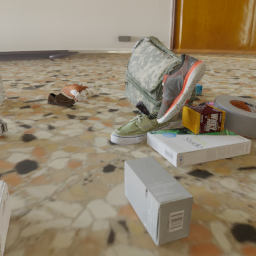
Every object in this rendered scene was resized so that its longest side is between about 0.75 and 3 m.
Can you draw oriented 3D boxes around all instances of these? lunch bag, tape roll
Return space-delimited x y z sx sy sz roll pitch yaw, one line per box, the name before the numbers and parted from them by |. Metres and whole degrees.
lunch bag | 1.227 -1.966 10.951 2.080 2.504 2.986 -8 37 -24
tape roll | 3.955 -0.461 9.738 2.075 0.686 2.075 10 26 -5

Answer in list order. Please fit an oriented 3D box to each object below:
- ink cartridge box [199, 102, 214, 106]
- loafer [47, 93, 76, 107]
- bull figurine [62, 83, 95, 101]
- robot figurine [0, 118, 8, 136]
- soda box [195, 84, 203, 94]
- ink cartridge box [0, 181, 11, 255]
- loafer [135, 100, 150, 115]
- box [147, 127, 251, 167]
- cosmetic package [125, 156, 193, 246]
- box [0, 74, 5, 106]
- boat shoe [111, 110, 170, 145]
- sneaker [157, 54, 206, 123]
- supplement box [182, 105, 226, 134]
ink cartridge box | 3.191 -0.653 11.381 1.003 0.393 2.117 -5 18 28
loafer | -3.216 -1.381 13.335 1.568 0.557 0.573 8 21 21
bull figurine | -2.539 -1.910 14.593 1.328 0.713 2.188 -15 26 -38
robot figurine | -4.681 -0.045 9.534 1.140 0.644 0.967 6 17 17
soda box | 3.418 -2.110 15.468 1.387 0.470 0.445 -9 22 -22
ink cartridge box | -3.057 1.639 4.642 1.933 0.820 1.408 -7 21 -14
loafer | 0.481 -0.629 9.275 0.270 0.858 0.308 -33 59 8
box | 2.087 0.431 8.474 2.529 0.459 1.825 -6 20 -22
cosmetic package | 0.513 1.309 5.455 0.756 0.896 1.677 -8 20 -22
box | -6.559 -1.727 13.176 1.025 1.307 2.102 -5 21 -14
boat shoe | 0.449 -0.089 9.434 2.442 0.758 0.879 -17 28 -37
sneaker | 1.412 -1.188 8.463 0.945 2.307 0.889 42 32 19
supplement box | 2.395 -0.303 8.956 0.970 0.644 0.957 -5 20 -16
